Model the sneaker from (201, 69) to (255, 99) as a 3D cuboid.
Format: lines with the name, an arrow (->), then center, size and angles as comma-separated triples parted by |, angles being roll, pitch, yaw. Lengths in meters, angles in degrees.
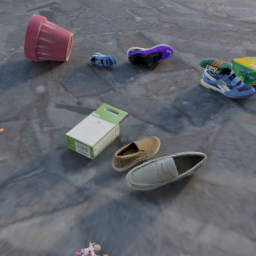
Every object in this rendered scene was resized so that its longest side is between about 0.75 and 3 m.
sneaker -> 3.965, -1.867, 11.170 | 2.236, 0.920, 0.827 | 27, 46, 30

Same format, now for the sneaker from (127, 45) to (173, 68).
sneaker -> 1.084, -3.262, 13.090 | 2.203, 0.766, 1.095 | -6, 45, -1

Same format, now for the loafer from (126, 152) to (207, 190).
loafer -> 1.050, 1.089, 7.573 | 2.287, 0.798, 0.800 | -15, 67, -17

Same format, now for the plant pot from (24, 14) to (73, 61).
plant pot -> -3.641, -4.031, 13.130 | 1.856, 2.074, 2.074 | 13, 39, -7

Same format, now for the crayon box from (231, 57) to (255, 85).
crayon box -> 5.770, -2.521, 12.176 | 2.219, 0.646, 1.318 | -7, 40, -8

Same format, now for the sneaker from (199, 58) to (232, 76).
sneaker -> 3.375, -2.325, 10.765 | 1.273, 0.454, 0.509 | 8, 64, 2

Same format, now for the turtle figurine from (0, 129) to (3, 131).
turtle figurine -> -4.774, 0.584, 8.485 | 1.483, 0.592, 1.839 | 12, 45, 24

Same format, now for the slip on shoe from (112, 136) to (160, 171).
slip on shoe -> 0.279, 0.647, 8.435 | 1.790, 0.542, 0.681 | -25, 46, -27

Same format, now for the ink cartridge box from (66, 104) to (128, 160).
ink cartridge box -> -0.951, 0.060, 9.105 | 1.033, 0.590, 1.990 | 22, 44, 24

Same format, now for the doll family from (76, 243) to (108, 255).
doll family -> -0.684, 2.912, 5.880 | 0.630, 0.457, 1.014 | -18, 25, -10

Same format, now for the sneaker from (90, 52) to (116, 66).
sneaker -> -1.161, -3.122, 13.043 | 1.426, 0.527, 0.587 | 19, 42, 34
